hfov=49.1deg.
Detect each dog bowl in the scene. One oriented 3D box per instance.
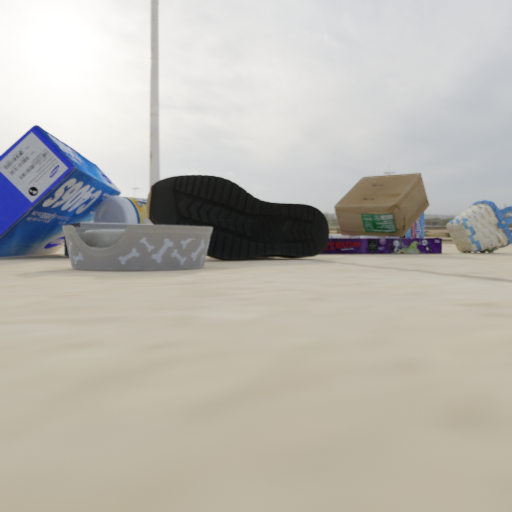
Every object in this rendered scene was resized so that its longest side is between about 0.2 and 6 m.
[{"bbox_3d":[-1.247,-0.090,5.977,1.572,0.461,1.572,0,2,0],"label":"dog bowl"}]

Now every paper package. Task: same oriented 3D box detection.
[{"bbox_3d":[2.902,-1.170,13.007,1.671,0.864,1.593,3,37,44],"label":"paper package"}]

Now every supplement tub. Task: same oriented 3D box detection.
[{"bbox_3d":[-2.482,-0.639,12.011,1.215,1.215,1.680,1,2,35],"label":"supplement tub"}]

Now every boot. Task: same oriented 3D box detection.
[{"bbox_3d":[-0.636,-0.383,8.924,2.998,1.161,2.074,14,-11,-33],"label":"boot"}]

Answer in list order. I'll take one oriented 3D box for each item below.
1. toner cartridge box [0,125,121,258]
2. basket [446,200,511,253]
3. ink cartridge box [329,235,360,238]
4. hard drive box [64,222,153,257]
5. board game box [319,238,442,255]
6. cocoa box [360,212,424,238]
[{"bbox_3d":[-3.874,-1.004,10.405,2.073,0.942,4.365,-42,4,-2],"label":"toner cartridge box"},{"bbox_3d":[5.571,-0.765,13.292,1.763,1.226,1.554,-30,0,1],"label":"basket"},{"bbox_3d":[2.132,-0.324,14.769,1.065,0.451,0.769,2,2,31],"label":"ink cartridge box"},{"bbox_3d":[-2.576,-0.284,10.244,1.582,0.607,1.233,-1,2,-30],"label":"hard drive box"},{"bbox_3d":[2.478,-0.236,12.842,2.953,0.477,1.773,0,-2,-11],"label":"board game box"},{"bbox_3d":[3.478,-0.695,14.889,1.147,1.166,1.748,-1,2,-23],"label":"cocoa box"}]
